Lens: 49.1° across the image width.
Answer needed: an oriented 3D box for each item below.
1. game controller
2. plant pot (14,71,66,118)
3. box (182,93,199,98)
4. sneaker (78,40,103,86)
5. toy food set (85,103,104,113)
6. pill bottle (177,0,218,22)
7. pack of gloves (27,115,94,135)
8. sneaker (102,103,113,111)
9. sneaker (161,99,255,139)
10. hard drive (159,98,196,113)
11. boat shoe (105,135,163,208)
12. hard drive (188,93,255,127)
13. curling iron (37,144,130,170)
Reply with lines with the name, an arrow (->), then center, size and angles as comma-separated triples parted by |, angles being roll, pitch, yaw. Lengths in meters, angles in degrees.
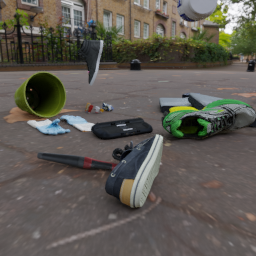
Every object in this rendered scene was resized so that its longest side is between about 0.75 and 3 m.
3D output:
game controller -> -0.177, 0.027, 9.146 | 1.982, 0.417, 1.034 | -9, 31, -29
plant pot -> -3.894, -1.331, 11.903 | 1.848, 1.848, 1.779 | -14, 9, -43
box -> 3.389, -1.609, 15.074 | 0.647, 0.467, 0.872 | 10, 18, 35
sneaker -> -1.539, -2.543, 10.704 | 0.864, 1.743, 0.616 | 9, 15, -16
toy food set -> -1.540, -0.784, 12.351 | 0.891, 0.401, 0.425 | 25, 8, 19
pill bottle -> 1.428, -2.576, 5.758 | 0.709, 0.709, 1.184 | 0, 19, 1
pack of gloves -> -2.289, -0.275, 9.981 | 1.939, 0.455, 2.308 | -11, 19, -34
sneaker -> -0.938, -0.944, 12.975 | 0.352, 0.318, 0.825 | 3, 18, -31
sneaker -> 2.538, -0.119, 8.566 | 2.863, 1.117, 1.220 | -10, 22, -1
hard drive -> 2.293, -1.082, 13.239 | 1.554, 0.366, 2.226 | 1, 15, 4
boat shoe -> 0.220, 0.686, 5.491 | 0.732, 0.877, 2.350 | 10, 22, 16
hard drive -> 3.661, -0.795, 11.131 | 2.033, 0.479, 2.913 | 10, 15, -3
curling iron -> -0.919, 0.691, 6.366 | 2.402, 0.307, 0.596 | -1, 52, 11
